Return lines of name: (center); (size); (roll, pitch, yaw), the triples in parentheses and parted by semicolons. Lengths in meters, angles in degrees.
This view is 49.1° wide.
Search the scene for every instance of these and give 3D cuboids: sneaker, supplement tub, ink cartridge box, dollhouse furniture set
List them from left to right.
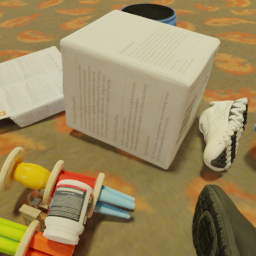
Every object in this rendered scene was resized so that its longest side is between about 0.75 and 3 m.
ink cartridge box: (-3.055, -1.275, 8.532); (2.902, 0.589, 2.896); (-23, 48, -18)
dollhouse furniture set: (-1.618, 1.477, 5.459); (0.814, 0.577, 0.887); (16, 43, 17)
supplement tub: (-0.972, 1.368, 4.596); (0.635, 0.635, 0.905); (7, 58, 9)
sneaker: (2.229, 0.082, 6.931); (1.086, 1.007, 2.679); (11, 34, 27)
sneaker: (1.952, 2.158, 4.489); (1.280, 1.071, 2.820); (0, 46, -16)

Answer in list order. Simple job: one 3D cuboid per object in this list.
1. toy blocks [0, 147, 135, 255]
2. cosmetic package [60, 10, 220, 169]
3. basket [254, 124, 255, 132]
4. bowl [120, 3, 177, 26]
toy blocks: (-1.212, 1.599, 4.985); (2.454, 0.891, 2.045); (18, 57, -2)
cosmetic package: (0.267, -1.057, 6.838); (2.891, 2.419, 2.404); (23, 45, 16)
basket: (3.725, -0.161, 5.995); (1.886, 2.140, 1.488); (-24, 21, -28)
bowl: (0.924, -5.376, 13.576); (2.886, 0.567, 2.886); (0, 40, 0)
